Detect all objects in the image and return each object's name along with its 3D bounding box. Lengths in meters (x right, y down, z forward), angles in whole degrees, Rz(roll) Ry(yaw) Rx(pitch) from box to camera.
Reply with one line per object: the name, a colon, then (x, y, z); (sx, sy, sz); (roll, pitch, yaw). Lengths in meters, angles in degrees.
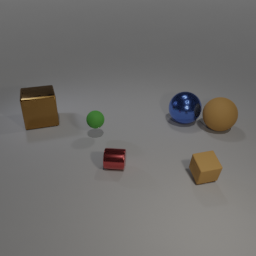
cube: (-3.839, -0.924, 12.162); (1.400, 1.400, 1.400); (-9, 30, -16)
cylinder: (-0.435, 1.031, 9.376); (0.700, 0.700, 0.700); (3, 29, 5)
ball: (3.790, -0.568, 11.547); (1.400, 1.400, 1.400); (0, 29, 0)
cube: (2.390, 1.220, 8.690); (0.700, 0.700, 0.700); (-9, 47, -9)
ball: (-1.260, -0.328, 10.826); (0.700, 0.700, 0.700); (0, 29, 0)
ball: (2.455, -0.868, 12.066); (1.400, 1.400, 1.400); (0, 29, 0)
